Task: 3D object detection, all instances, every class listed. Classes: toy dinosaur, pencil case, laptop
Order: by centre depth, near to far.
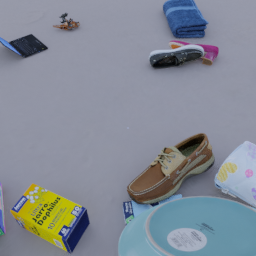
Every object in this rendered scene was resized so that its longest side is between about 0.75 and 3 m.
[{"bbox_3d":[2.989,1.370,5.335,1.191,1.091,2.625,-36,58,-28],"label":"pencil case"},{"bbox_3d":[-3.732,-3.028,9.577,1.429,0.738,1.267,-32,56,-26],"label":"laptop"},{"bbox_3d":[-2.347,-3.983,10.669,0.973,0.497,0.661,-5,61,-33],"label":"toy dinosaur"}]

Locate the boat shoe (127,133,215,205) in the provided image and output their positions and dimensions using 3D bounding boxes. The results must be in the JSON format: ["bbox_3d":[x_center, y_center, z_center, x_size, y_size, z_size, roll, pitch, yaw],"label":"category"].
[{"bbox_3d":[0.907,0.758,5.942,2.210,0.816,0.836,-27,29,-27],"label":"boat shoe"}]

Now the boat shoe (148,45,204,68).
[{"bbox_3d":[1.562,-2.219,8.988,1.784,0.612,0.505,-7,54,3],"label":"boat shoe"}]

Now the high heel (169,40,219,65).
[{"bbox_3d":[2.205,-2.694,9.345,1.625,0.547,0.780,23,61,13],"label":"high heel"}]

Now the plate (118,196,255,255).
[{"bbox_3d":[1.190,1.599,4.263,2.720,0.348,2.720,-4,13,1],"label":"plate"}]

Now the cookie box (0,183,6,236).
[{"bbox_3d":[-3.188,1.650,5.423,1.387,0.521,1.186,-15,50,-13],"label":"cookie box"}]

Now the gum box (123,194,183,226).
[{"bbox_3d":[0.570,1.875,5.423,1.227,0.273,1.043,-6,47,-6],"label":"gum box"}]

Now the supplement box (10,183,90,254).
[{"bbox_3d":[-1.449,1.696,5.311,1.240,0.679,0.675,19,50,17],"label":"supplement box"}]

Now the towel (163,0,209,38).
[{"bbox_3d":[2.164,-4.363,10.887,1.359,0.591,2.434,-4,48,-2],"label":"towel"}]
